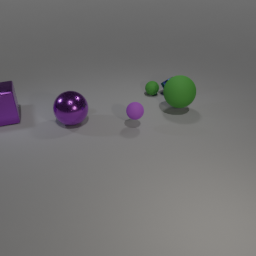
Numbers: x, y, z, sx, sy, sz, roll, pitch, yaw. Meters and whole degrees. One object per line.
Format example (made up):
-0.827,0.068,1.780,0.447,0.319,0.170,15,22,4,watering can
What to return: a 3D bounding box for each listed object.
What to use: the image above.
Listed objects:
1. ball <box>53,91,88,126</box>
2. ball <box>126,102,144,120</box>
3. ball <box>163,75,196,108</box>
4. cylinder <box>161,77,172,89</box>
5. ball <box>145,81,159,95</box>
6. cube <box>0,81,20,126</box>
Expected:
-2.296,-0.795,11.266,1.400,1.400,1.400,0,30,0,ball
0.277,-0.671,10.957,0.700,0.700,0.700,0,30,0,ball
2.225,-1.562,12.068,1.400,1.400,1.400,0,30,0,ball
2.095,-2.089,13.995,0.700,0.700,0.700,-29,4,2,cylinder
1.210,-2.006,14.038,0.700,0.700,0.700,0,30,0,ball
-5.359,-0.993,11.585,1.400,1.400,1.400,-12,32,-16,cube
